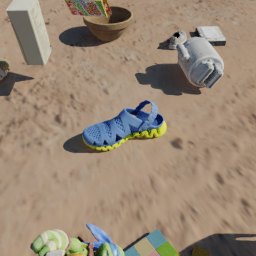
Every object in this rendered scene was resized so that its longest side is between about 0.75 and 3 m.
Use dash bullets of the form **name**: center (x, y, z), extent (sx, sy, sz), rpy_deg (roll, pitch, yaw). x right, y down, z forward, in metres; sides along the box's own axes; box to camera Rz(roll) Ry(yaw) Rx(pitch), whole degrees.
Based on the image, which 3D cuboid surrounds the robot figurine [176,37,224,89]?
- **robot figurine**: center (2.596, -2.422, 10.195), extent (1.971, 1.312, 2.324), rpy_deg (22, 35, -30)

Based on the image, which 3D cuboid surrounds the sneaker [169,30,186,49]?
- **sneaker**: center (2.283, -4.074, 12.482), extent (0.562, 0.616, 1.503), rpy_deg (15, 45, 16)

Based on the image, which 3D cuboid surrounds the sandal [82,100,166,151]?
- **sandal**: center (-0.090, -0.154, 7.968), extent (2.517, 1.096, 1.000), rpy_deg (-17, 48, -15)

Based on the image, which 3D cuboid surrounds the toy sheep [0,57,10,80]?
- **toy sheep**: center (-5.000, -2.071, 10.029), extent (1.630, 1.124, 1.124), rpy_deg (-18, 44, 1)

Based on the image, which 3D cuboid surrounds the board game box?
- **board game box**: center (-1.246, -3.813, 8.795), extent (1.418, 0.678, 0.213), rpy_deg (9, 69, 16)

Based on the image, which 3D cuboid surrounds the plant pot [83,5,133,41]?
- **plant pot**: center (-0.903, -4.730, 12.878), extent (2.257, 1.042, 2.257), rpy_deg (0, 44, 0)

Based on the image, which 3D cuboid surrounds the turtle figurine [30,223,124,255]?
- **turtle figurine**: center (-1.356, 2.689, 4.120), extent (2.861, 2.123, 2.950), rpy_deg (-14, 36, -5)

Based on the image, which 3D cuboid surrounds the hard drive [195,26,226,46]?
- **hard drive**: center (3.792, -4.266, 12.937), extent (1.078, 0.292, 1.543), rpy_deg (-1, 44, -1)

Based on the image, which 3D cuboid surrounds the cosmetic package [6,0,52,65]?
- **cosmetic package**: center (-2.961, -2.936, 8.588), extent (0.667, 1.825, 0.945), rpy_deg (0, 47, 4)

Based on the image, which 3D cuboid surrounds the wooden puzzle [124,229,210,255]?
- **wooden puzzle**: center (0.450, 2.976, 5.249), extent (2.775, 0.195, 1.646), rpy_deg (-26, 49, -25)
